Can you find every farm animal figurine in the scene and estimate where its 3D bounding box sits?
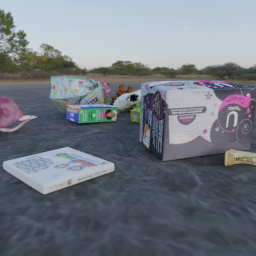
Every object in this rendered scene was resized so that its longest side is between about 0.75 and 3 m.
[{"bbox_3d":[-0.507,-1.499,15.062,2.925,1.542,2.958,9,6,-40],"label":"farm animal figurine"}]

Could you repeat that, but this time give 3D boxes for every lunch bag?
[{"bbox_3d":[-2.414,-1.620,13.944,2.392,1.458,2.037,-2,-18,2],"label":"lunch bag"}]

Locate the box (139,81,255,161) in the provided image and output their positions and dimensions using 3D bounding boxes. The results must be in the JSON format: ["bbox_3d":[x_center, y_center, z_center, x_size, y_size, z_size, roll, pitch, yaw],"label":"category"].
[{"bbox_3d":[1.967,-0.344,8.014,2.888,1.908,1.657,-5,17,-21],"label":"box"}]

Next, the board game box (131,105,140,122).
[{"bbox_3d":[1.366,-0.584,12.029,2.216,0.528,1.126,10,28,29],"label":"board game box"}]

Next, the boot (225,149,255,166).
[{"bbox_3d":[2.780,0.762,6.856,0.707,0.331,0.909,8,10,32],"label":"boot"}]

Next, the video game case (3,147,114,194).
[{"bbox_3d":[-1.610,0.882,6.459,1.778,0.231,1.954,-12,17,-43],"label":"video game case"}]

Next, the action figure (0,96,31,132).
[{"bbox_3d":[-4.749,-0.037,9.275,1.856,2.063,2.771,-37,25,11],"label":"action figure"}]

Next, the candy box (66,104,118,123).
[{"bbox_3d":[-1.653,-0.680,12.652,1.872,0.721,1.583,-6,12,-31],"label":"candy box"}]

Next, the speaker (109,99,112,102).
[{"bbox_3d":[-0.431,-1.467,16.694,1.525,0.675,0.675,-10,16,-41],"label":"speaker"}]

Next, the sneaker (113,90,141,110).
[{"bbox_3d":[-0.014,-1.251,12.571,1.779,0.668,0.721,-20,4,33],"label":"sneaker"}]

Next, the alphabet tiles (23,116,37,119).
[{"bbox_3d":[-4.911,-0.481,13.388,1.002,0.075,1.025,3,12,12],"label":"alphabet tiles"}]
